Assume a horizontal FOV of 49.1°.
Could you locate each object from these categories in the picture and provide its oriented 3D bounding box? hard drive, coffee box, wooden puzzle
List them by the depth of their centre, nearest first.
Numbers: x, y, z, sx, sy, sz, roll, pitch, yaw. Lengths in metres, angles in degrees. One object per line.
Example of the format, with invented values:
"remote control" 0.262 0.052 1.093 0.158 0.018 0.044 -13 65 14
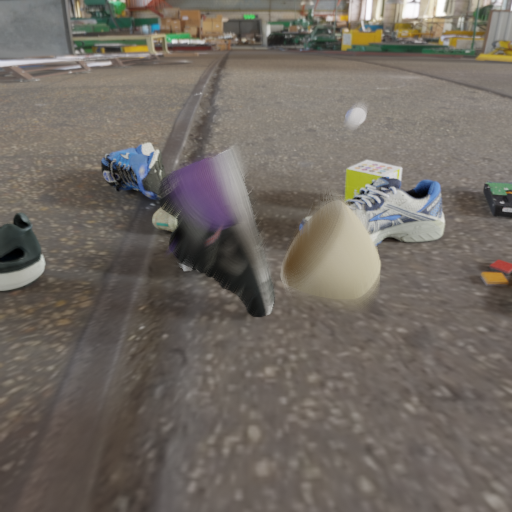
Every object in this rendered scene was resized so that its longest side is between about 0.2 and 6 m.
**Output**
"wooden puzzle" 5.129 0.660 8.967 2.955 0.208 1.752 13 29 26
"coffee box" 2.657 -1.561 12.781 0.941 0.943 0.932 20 32 36
"hard drive" 6.003 -1.287 12.921 1.243 0.337 1.779 5 27 11

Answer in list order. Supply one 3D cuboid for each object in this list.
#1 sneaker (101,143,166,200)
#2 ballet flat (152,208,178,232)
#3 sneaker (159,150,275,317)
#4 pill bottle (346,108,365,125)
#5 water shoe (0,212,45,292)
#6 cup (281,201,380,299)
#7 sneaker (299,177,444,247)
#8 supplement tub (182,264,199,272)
"sneaker" -2.942 -1.932 13.544 1.414 1.246 3.172 -16 21 -14
"ballet flat" -1.543 -1.224 12.294 0.759 0.821 2.433 -1 24 19
"sneaker" -0.559 -0.138 7.887 1.210 2.765 1.047 -18 38 -2
"pill bottle" 2.131 -3.009 12.097 0.349 0.349 0.613 -1 12 -2
"water shoe" -5.292 -0.217 9.498 3.373 1.331 1.206 0 25 1
"cup" 0.990 0.048 6.773 0.846 1.183 1.183 33 20 -16
"sneaker" 2.298 -0.954 11.086 3.081 1.313 1.187 -9 27 -16
"supplement tub" -0.668 -0.221 9.774 1.305 0.944 0.944 -8 27 -10
